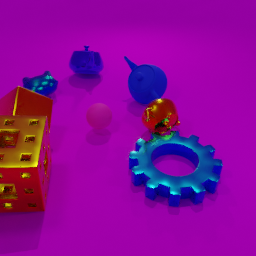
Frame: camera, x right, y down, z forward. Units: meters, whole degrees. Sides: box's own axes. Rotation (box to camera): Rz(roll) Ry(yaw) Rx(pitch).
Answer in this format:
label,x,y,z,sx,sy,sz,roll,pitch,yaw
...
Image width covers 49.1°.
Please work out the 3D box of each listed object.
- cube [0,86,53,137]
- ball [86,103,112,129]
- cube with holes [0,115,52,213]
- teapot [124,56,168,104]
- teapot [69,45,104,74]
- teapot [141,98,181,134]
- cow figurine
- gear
label,x,y,z,sx,sy,sz,roll,pitch,yaw
cube,-2.516,-0.285,6.792,0.957,0.957,0.957,-20,61,39
ball,-0.777,-0.318,7.549,0.708,0.708,0.708,0,37,0
cube with holes,-2.361,0.713,5.634,1.386,1.386,1.386,1,42,-8
teapot,0.500,-1.466,8.663,1.270,1.000,2.042,-40,61,13
teapot,-1.492,-2.467,10.132,1.272,1.002,2.046,-2,14,-19
teapot,0.861,-0.263,7.359,1.630,1.013,0.798,8,40,-46
cow figurine,-2.877,-1.126,8.713,1.550,0.851,1.525,-23,36,-11
gear,1.074,0.844,6.495,2.083,0.385,2.083,0,37,0
